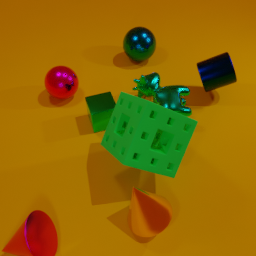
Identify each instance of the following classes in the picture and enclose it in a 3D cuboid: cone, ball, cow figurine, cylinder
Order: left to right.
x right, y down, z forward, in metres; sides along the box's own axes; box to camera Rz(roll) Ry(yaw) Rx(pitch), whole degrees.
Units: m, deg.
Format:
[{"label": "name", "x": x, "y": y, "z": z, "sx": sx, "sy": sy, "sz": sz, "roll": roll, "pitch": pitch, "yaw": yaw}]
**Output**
[{"label": "cone", "x": -1.989, "y": 2.161, "z": 5.251, "sx": 0.949, "sy": 0.945, "sz": 0.945, "roll": -24, "pitch": 47, "yaw": 12}, {"label": "ball", "x": -2.007, "y": -1.376, "z": 8.489, "sx": 1.020, "sy": 1.020, "sz": 1.020, "roll": 0, "pitch": 48, "yaw": 0}, {"label": "ball", "x": 0.403, "y": -2.923, "z": 9.779, "sx": 1.176, "sy": 1.176, "sz": 1.176, "roll": 0, "pitch": 48, "yaw": 0}, {"label": "cone", "x": 0.281, "y": 1.494, "z": 5.679, "sx": 1.007, "sy": 1.011, "sz": 1.007, "roll": -17, "pitch": 38, "yaw": 13}, {"label": "cow figurine", "x": 0.939, "y": -0.854, "z": 8.100, "sx": 1.652, "sy": 0.922, "sz": 1.679, "roll": 5, "pitch": 53, "yaw": -2}, {"label": "cylinder", "x": 2.617, "y": -1.645, "z": 8.295, "sx": 0.933, "sy": 0.933, "sz": 0.933, "roll": -18, "pitch": 45, "yaw": 18}]

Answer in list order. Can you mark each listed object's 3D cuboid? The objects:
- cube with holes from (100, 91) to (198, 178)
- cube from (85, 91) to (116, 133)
[{"label": "cube with holes", "x": 0.418, "y": 0.121, "z": 6.225, "sx": 1.327, "sy": 1.327, "sz": 1.327, "roll": 19, "pitch": 6, "yaw": -29}, {"label": "cube", "x": -0.721, "y": -0.450, "z": 7.828, "sx": 0.745, "sy": 0.745, "sz": 0.745, "roll": -15, "pitch": 49, "yaw": -12}]
